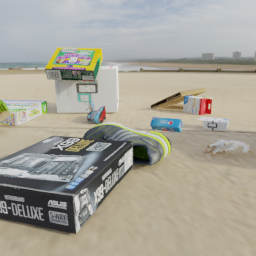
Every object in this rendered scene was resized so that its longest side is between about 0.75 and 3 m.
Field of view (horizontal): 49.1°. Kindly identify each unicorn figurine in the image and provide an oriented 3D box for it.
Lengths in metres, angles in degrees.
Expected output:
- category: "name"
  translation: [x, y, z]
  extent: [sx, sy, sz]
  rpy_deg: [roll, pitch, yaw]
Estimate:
- category: "unicorn figurine"
  translation: [2.490, 0.476, 6.955]
  extent: [0.778, 0.418, 1.133]
  rpy_deg: [-8, 15, -40]

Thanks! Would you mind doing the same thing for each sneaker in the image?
- category: "sneaker"
  translation: [-1.238, -0.543, 10.871]
  extent: [0.668, 0.555, 1.399]
  rpy_deg: [0, 13, 6]
- category: "sneaker"
  translation: [-0.171, 0.393, 6.591]
  extent: [2.244, 0.829, 0.908]
  rpy_deg: [5, 18, 25]

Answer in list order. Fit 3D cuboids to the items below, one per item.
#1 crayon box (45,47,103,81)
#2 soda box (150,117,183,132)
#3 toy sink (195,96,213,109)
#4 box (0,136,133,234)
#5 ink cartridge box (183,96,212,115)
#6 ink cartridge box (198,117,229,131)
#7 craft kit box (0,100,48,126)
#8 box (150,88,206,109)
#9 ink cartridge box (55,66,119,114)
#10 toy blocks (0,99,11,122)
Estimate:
- category: "crayon box"
  translation: [-2.158, -2.643, 11.481]
  extent: [1.962, 0.572, 1.693]
  rpy_deg: [4, 44, 6]
- category: "soda box"
  translation: [1.114, -0.099, 8.141]
  extent: [0.888, 0.301, 0.285]
  rpy_deg: [5, -28, 30]
- category: "toy sink"
  translation: [3.399, -1.201, 13.341]
  extent: [1.138, 0.638, 0.742]
  rpy_deg: [-12, 18, -41]
- category: "box"
  translation: [-1.220, 0.804, 5.145]
  extent: [2.002, 0.632, 2.539]
  rpy_deg: [4, 15, 19]
- category: "ink cartridge box"
  translation: [3.052, -0.992, 12.325]
  extent: [0.414, 0.716, 1.232]
  rpy_deg: [-11, 18, -39]
- category: "ink cartridge box"
  translation: [2.937, -0.143, 9.685]
  extent: [0.964, 0.327, 0.559]
  rpy_deg: [7, 15, 26]
- category: "craft kit box"
  translation: [-5.084, -0.689, 11.404]
  extent: [2.703, 0.656, 2.670]
  rpy_deg: [2, 11, 8]
- category: "box"
  translation: [2.479, -1.455, 13.718]
  extent: [2.287, 0.243, 1.869]
  rpy_deg: [-16, -5, -45]
- category: "ink cartridge box"
  translation: [-1.782, -1.819, 12.927]
  extent: [2.693, 1.966, 1.975]
  rpy_deg: [-1, 16, -1]
- category: "toy blocks"
  translation: [-4.985, -0.480, 9.071]
  extent: [1.651, 1.207, 2.415]
  rpy_deg: [-39, 43, -23]
